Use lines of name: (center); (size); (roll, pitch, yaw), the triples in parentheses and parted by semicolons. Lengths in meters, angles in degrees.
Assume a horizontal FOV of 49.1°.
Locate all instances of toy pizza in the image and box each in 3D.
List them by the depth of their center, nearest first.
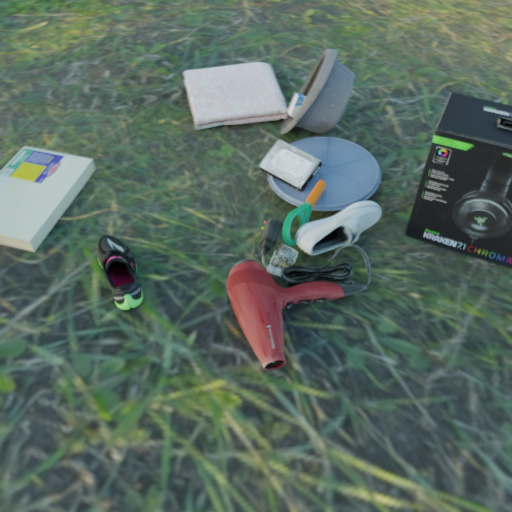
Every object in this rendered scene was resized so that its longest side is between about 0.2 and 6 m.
toy pizza: (1.544, -1.842, 12.858); (2.568, 0.407, 2.568); (-2, 48, 2)

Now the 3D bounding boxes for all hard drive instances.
hard drive: (0.753, -2.012, 12.434); (1.179, 0.223, 0.824); (33, 80, 25)

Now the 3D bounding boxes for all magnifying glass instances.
magnifying glass: (1.024, -0.926, 11.685); (0.194, 0.689, 1.731); (11, 54, 32)

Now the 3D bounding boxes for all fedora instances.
fedora: (1.642, -3.840, 13.809); (1.081, 2.393, 2.116); (27, 38, -10)

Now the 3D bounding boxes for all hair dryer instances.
hair dryer: (0.675, 0.640, 10.324); (2.437, 0.869, 3.199); (20, 57, 14)

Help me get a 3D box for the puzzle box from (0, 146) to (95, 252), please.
puzzle box: (-5.067, -1.358, 12.515); (1.865, 0.356, 2.804); (12, 49, 11)

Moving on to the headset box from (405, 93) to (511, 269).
headset box: (4.586, -1.458, 10.847); (2.598, 2.984, 1.384); (19, 51, 15)

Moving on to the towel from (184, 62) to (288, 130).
towel: (-0.589, -4.367, 15.163); (2.501, 0.422, 2.619); (-9, 48, -6)

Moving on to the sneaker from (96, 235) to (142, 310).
sneaker: (-2.649, 0.177, 10.866); (0.711, 0.776, 1.852); (-21, 52, -18)

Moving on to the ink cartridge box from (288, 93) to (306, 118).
ink cartridge box: (1.246, -3.662, 14.018); (0.731, 0.538, 0.529); (18, 24, -12)

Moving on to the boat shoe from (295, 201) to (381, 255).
boat shoe: (1.797, -0.533, 11.440); (1.997, 0.718, 0.656); (-17, 39, -20)
